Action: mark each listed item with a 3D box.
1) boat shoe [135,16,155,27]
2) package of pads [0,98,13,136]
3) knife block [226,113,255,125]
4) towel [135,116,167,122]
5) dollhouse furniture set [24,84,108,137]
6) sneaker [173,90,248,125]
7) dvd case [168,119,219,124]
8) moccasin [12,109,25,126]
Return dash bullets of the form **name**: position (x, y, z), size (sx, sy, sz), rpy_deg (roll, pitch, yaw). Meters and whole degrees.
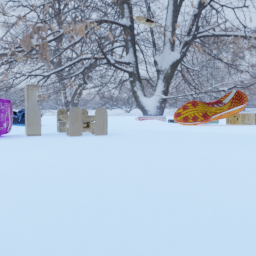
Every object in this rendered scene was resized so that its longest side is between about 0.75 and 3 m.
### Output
- **boat shoe**: position (0.764, -4.799, 12.444), size (0.948, 0.338, 0.306), rpy_deg (20, -15, 2)
- **package of pads**: position (-3.394, -0.219, 5.337), size (2.094, 0.792, 1.262), rpy_deg (0, 3, -8)
- **knife block**: position (4.822, -0.367, 11.357), size (1.465, 0.469, 1.286), rpy_deg (1, 2, 29)
- **towel**: position (1.188, -0.456, 15.149), size (1.523, 0.311, 2.081), rpy_deg (0, 1, -3)
- **dollhouse furniture set**: position (-1.391, -0.379, 6.122), size (1.598, 1.040, 1.468), rpy_deg (-1, 4, -23)
- **sneaker**: position (3.165, -0.558, 10.742), size (2.897, 1.057, 1.117), rpy_deg (-12, -29, -2)
- **dvd case**: position (2.864, -0.295, 12.487), size (1.399, 0.211, 1.916), rpy_deg (-1, 4, -25)
- **moccasin**: position (-3.963, -0.407, 10.434), size (1.864, 0.636, 0.750), rpy_deg (2, 4, 33)
